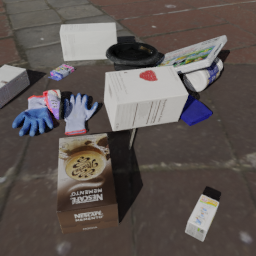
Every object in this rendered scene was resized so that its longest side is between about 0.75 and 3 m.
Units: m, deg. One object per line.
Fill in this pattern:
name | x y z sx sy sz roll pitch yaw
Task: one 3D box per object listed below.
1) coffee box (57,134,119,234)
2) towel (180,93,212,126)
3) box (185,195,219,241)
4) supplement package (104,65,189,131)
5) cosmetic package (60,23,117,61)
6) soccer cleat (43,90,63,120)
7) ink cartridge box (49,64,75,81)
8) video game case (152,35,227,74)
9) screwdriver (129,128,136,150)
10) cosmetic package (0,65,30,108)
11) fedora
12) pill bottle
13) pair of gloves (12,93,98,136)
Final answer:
coffee box | -1.072 1.343 7.334 1.389 0.981 2.457 -6 41 -7
towel | 2.206 -0.673 10.232 1.075 0.361 1.456 -25 46 -17
box | 1.793 2.149 6.753 0.459 0.510 0.906 22 45 24
supplement package | 0.519 -1.011 9.328 2.366 1.417 1.435 -9 55 -15
cosmetic package | -1.825 -4.119 13.388 2.615 1.476 1.061 -4 41 -6
soccer cleat | -2.711 -0.845 10.164 0.650 0.606 1.776 -2 36 -18
ink cartridge box | -2.960 -2.476 12.421 0.637 0.224 1.068 22 47 24
video game case | 2.381 -2.881 11.737 2.935 0.323 2.675 -7 29 39
screwdriver | 0.298 -0.230 9.800 0.392 0.409 2.813 8 48 6
cosmetic package | -4.988 -1.595 10.931 1.110 0.808 2.183 13 43 15
fedora | 0.183 -2.900 12.245 2.327 1.063 2.327 0 41 0
pill bottle | 3.163 -2.300 11.565 1.038 1.038 1.735 29 48 30
pair of gloves | -2.531 -0.545 10.062 2.946 0.336 2.368 -5 41 -5
